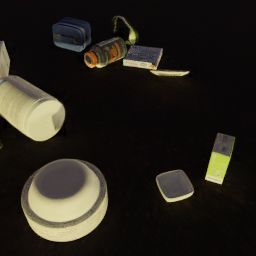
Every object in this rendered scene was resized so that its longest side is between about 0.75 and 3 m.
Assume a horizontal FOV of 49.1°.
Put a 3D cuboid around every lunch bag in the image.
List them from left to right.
[{"bbox_3d":[-2.895,-4.828,14.642,1.941,1.319,1.284,17,46,16],"label":"lunch bag"}]

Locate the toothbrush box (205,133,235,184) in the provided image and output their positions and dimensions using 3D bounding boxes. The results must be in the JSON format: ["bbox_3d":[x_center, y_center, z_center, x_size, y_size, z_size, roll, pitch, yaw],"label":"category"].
[{"bbox_3d":[2.736,0.910,8.354,0.527,1.225,0.892,16,45,17],"label":"toothbrush box"}]

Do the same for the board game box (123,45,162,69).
[{"bbox_3d":[0.767,-3.548,13.951,1.640,0.337,1.636,10,43,11],"label":"board game box"}]

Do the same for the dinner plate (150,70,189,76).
[{"bbox_3d":[1.844,-2.458,12.458,1.730,0.210,1.730,1,16,0],"label":"dinner plate"}]

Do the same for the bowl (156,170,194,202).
[{"bbox_3d":[1.337,1.716,8.128,0.921,0.344,0.920,-11,43,-13],"label":"bowl"}]

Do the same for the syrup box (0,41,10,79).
[{"bbox_3d":[-6.068,-2.797,12.557,1.073,1.109,2.724,-10,42,-10],"label":"syrup box"}]

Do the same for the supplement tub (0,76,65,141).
[{"bbox_3d":[-3.602,-0.749,9.940,2.414,1.593,1.593,31,50,29],"label":"supplement tub"}]

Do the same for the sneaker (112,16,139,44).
[{"bbox_3d":[-0.456,-5.431,15.562,1.131,0.979,2.731,-20,46,-21],"label":"sneaker"}]

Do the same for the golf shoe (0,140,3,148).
[{"bbox_3d":[-5.064,0.376,9.476,2.009,0.776,0.885,26,69,27],"label":"golf shoe"}]

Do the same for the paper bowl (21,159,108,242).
[{"bbox_3d":[-1.681,1.729,7.514,2.238,1.164,2.238,0,41,0],"label":"paper bowl"}]

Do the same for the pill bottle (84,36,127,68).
[{"bbox_3d":[-1.111,-3.586,13.452,2.023,1.074,1.074,-34,52,-31],"label":"pill bottle"}]
